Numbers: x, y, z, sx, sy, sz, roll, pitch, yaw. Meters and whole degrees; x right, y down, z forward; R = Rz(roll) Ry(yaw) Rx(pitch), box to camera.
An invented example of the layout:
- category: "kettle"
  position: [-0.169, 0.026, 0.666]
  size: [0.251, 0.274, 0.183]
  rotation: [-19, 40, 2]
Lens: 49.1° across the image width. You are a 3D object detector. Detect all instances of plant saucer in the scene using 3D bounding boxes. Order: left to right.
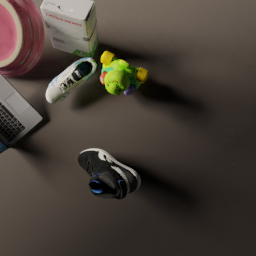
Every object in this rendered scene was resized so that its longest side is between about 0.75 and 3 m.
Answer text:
- category: "plant saucer"
  position: [-3.999, -2.968, 8.602]
  size: [2.830, 0.717, 2.830]
  rotation: [4, 109, 11]

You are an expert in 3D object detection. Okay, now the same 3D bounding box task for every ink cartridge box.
- category: "ink cartridge box"
  position: [-1.753, -3.204, 8.841]
  size: [1.441, 1.973, 0.832]
  rotation: [18, 71, 2]

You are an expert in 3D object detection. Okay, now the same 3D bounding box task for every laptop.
- category: "laptop"
  position: [-3.939, -0.351, 7.962]
  size: [2.116, 1.226, 1.981]
  rotation: [-44, 95, -12]

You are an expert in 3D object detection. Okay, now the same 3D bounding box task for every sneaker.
- category: "sneaker"
  position: [-1.787, -1.518, 8.734]
  size: [1.957, 0.709, 0.703]
  rotation: [-45, 103, -12]
- category: "sneaker"
  position: [-0.816, 1.162, 7.386]
  size: [2.123, 1.188, 0.776]
  rotation: [20, 109, 32]

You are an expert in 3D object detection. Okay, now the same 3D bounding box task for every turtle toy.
- category: "turtle toy"
  position: [-0.228, -1.488, 8.245]
  size: [1.480, 2.030, 1.026]
  rotation: [25, 98, -2]
